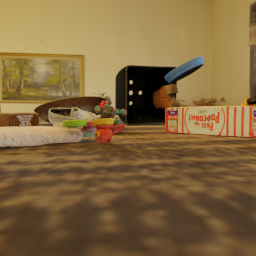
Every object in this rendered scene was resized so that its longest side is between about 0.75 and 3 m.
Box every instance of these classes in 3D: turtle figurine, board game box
[{"bbox_3d":[-0.545,-0.387,7.001,1.113,0.833,0.561,24,13,-41],"label":"turtle figurine"},{"bbox_3d":[2.495,-0.215,6.797,2.666,0.617,2.020,-3,5,-45],"label":"board game box"}]

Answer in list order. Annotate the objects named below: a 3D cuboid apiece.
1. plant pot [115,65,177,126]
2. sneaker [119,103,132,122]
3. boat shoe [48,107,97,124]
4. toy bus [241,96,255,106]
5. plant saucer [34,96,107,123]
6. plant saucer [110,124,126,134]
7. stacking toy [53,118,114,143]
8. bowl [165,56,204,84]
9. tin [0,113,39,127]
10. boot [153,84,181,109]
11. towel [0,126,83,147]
[{"bbox_3d":[0.495,-1.348,11.003,2.120,2.125,1.885,-4,12,-25],"label":"plant pot"},{"bbox_3d":[0.612,-0.699,13.476,1.807,1.004,2.583,1,12,-18],"label":"sneaker"},{"bbox_3d":[-1.776,-0.428,9.026,1.547,0.557,0.530,6,-40,-4],"label":"boat shoe"},{"bbox_3d":[3.965,-0.354,8.566,1.322,0.897,1.269,2,-13,-6],"label":"toy bus"},{"bbox_3d":[-2.212,-0.632,11.153,2.880,0.527,2.880,-11,-5,-1],"label":"plant saucer"},{"bbox_3d":[-0.631,0.017,6.617,1.014,0.186,1.016,1,4,12],"label":"plant saucer"},{"bbox_3d":[-0.699,0.075,4.394,0.785,0.366,0.867,-3,-2,-35],"label":"stacking toy"},{"bbox_3d":[1.791,-1.802,8.831,1.303,0.256,1.303,-28,-3,-1],"label":"bowl"},{"bbox_3d":[-2.960,-0.100,6.153,1.501,0.561,2.680,-4,3,4],"label":"tin"},{"bbox_3d":[1.412,-0.872,10.710,0.568,1.481,1.150,-4,-7,-36],"label":"boot"},{"bbox_3d":[-1.745,0.113,4.432,1.547,0.249,1.478,-3,3,-41],"label":"towel"}]
